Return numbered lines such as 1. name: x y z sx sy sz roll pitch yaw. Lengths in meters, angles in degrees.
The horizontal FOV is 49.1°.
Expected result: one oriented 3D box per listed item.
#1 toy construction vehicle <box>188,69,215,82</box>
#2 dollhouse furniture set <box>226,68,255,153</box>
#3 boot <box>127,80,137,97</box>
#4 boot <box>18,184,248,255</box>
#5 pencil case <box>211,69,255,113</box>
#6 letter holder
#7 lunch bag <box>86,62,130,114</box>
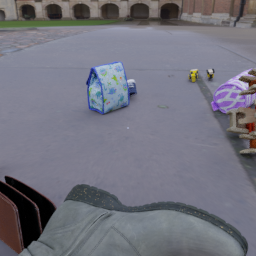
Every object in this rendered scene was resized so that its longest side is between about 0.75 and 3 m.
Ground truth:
1. toy construction vehicle: 3.591 -2.573 13.780 1.238 0.501 1.422 -8 20 10
2. dollhouse furniture set: 3.353 -0.311 7.182 1.010 1.960 1.939 2 -7 -1
3. boot: -0.307 -1.446 11.126 1.340 0.605 0.487 -17 -23 16
4. boot: -0.114 1.849 3.598 2.938 0.995 1.919 6 32 25
5. pencil case: 4.174 -1.393 10.220 1.229 1.207 2.876 -13 8 44
6. letter holder: -1.926 1.205 4.626 1.453 1.033 0.731 16 29 33
7. lunch bag: -0.709 -1.460 9.838 1.011 1.587 1.349 21 33 38
